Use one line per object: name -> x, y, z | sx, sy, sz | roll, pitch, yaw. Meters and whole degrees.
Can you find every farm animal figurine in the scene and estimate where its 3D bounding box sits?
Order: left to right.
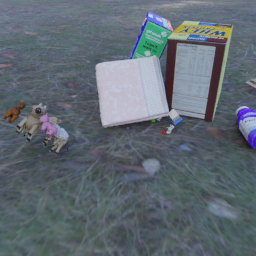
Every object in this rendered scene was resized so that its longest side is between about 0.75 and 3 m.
farm animal figurine -> -2.226, -0.112, 7.362 | 1.744, 1.408, 0.877 | 20, 60, 21

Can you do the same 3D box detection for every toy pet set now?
toy pet set -> 1.210, -0.237, 8.706 | 0.801, 0.456, 0.858 | -35, 58, 3

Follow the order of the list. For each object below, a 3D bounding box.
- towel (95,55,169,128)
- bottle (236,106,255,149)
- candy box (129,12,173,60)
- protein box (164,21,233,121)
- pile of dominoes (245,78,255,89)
towel -> 0.090, -1.204, 8.744 | 2.095, 0.353, 2.193 | -9, 68, 2
bottle -> 3.673, -0.081, 8.242 | 0.766, 0.599, 1.835 | -7, 28, 7
candy box -> 0.644, -2.779, 10.511 | 1.020, 2.648, 2.239 | 20, 29, -6
protein box -> 2.402, -2.058, 9.650 | 1.731, 2.566, 2.547 | 12, 34, 18
pile of dominoes -> 5.211, -1.741, 10.934 | 0.887, 0.181, 1.139 | -16, 20, 7
